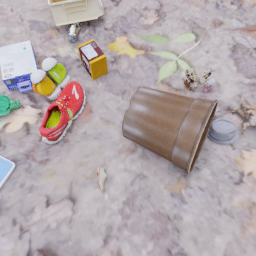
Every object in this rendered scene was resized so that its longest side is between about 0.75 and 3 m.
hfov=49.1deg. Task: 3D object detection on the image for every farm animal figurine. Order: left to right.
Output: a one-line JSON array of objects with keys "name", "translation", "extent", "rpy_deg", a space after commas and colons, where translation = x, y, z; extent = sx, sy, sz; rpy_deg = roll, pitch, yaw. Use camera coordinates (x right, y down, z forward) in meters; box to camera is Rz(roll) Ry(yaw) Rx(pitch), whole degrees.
[{"name": "farm animal figurine", "translation": [2.977, -1.948, 11.644], "extent": [1.299, 1.049, 0.653], "rpy_deg": [9, 39, 9]}]

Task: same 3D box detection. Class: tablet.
[{"name": "tablet", "translation": [-5.630, 1.517, 10.449], "extent": [2.461, 0.168, 1.601], "rpy_deg": [24, 66, 12]}]

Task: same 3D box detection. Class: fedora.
[{"name": "fedora", "translation": [3.761, 0.013, 10.945], "extent": [1.343, 0.606, 1.188], "rpy_deg": [10, 64, 5]}]

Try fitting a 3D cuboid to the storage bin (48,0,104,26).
[{"name": "storage bin", "translation": [-2.558, -6.169, 13.424], "extent": [2.359, 1.114, 2.376], "rpy_deg": [-13, 51, -6]}]

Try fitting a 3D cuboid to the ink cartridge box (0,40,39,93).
[{"name": "ink cartridge box", "translation": [-4.650, -2.575, 12.088], "extent": [1.482, 0.829, 2.172], "rpy_deg": [-17, 63, -8]}]

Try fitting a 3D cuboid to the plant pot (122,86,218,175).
[{"name": "plant pot", "translation": [1.432, -0.142, 10.034], "extent": [2.719, 2.747, 2.747], "rpy_deg": [22, 66, 19]}]

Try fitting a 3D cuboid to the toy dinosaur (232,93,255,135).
[{"name": "toy dinosaur", "translation": [5.060, -0.474, 11.112], "extent": [1.370, 0.868, 2.021], "rpy_deg": [-1, 49, -11]}]

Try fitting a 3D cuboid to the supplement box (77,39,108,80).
[{"name": "supplement box", "translation": [-1.510, -2.947, 12.106], "extent": [0.761, 1.130, 1.146], "rpy_deg": [-30, 67, -14]}]

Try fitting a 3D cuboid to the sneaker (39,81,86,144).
[{"name": "sneaker", "translation": [-2.532, -0.752, 10.968], "extent": [1.115, 1.230, 2.897], "rpy_deg": [17, 65, 8]}]

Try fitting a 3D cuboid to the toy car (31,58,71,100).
[{"name": "toy car", "translation": [-3.331, -2.044, 11.733], "extent": [1.200, 1.400, 1.600], "rpy_deg": [10, 58, 46]}]

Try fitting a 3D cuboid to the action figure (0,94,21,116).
[{"name": "action figure", "translation": [-5.837, -0.805, 11.250], "extent": [2.919, 0.798, 1.724], "rpy_deg": [-6, 62, -11]}]

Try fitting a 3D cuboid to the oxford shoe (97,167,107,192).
[{"name": "oxford shoe", "translation": [-0.926, 1.839, 10.209], "extent": [0.347, 0.332, 0.939], "rpy_deg": [-6, 65, -9]}]

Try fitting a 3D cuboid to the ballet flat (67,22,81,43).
[{"name": "ballet flat", "translation": [-2.557, -4.797, 13.367], "extent": [0.547, 0.547, 1.520], "rpy_deg": [5, 64, 3]}]
